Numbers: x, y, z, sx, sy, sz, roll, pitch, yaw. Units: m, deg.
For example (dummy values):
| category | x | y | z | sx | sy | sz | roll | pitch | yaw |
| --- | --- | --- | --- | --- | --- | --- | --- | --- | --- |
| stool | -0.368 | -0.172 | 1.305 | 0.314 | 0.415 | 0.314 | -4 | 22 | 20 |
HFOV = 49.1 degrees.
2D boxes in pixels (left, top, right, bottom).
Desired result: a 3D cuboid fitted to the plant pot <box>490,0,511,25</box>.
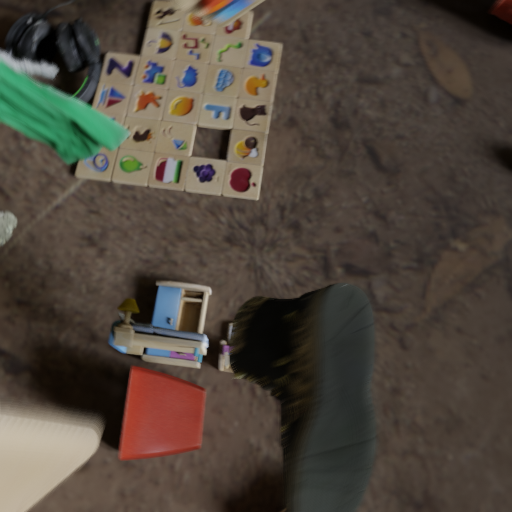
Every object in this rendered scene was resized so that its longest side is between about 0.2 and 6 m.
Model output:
| category | x | y | z | sx | sy | sz | roll | pitch | yaw |
| --- | --- | --- | --- | --- | --- | --- | --- | --- | --- |
| plant pot | 5.339 | -4.719 | 10.579 | 1.207 | 1.241 | 1.241 | 43 | 77 | 4 |

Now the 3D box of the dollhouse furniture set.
| category | x | y | z | sx | sy | sz | roll | pitch | yaw |
| --- | --- | --- | --- | --- | --- | --- | --- | --- | --- |
| dollhouse furniture set | -0.969 | 0.905 | 8.318 | 1.893 | 2.005 | 1.308 | 7 | 73 | 2 |

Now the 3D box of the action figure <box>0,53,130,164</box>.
| category | x | y | z | sx | sy | sz | roll | pitch | yaw |
| --- | --- | --- | --- | --- | --- | --- | --- | --- | --- |
| action figure | -3.041 | -2.117 | 7.399 | 1.441 | 2.440 | 0.667 | -18 | 58 | 32 |

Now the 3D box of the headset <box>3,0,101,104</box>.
| category | x | y | z | sx | sy | sz | roll | pitch | yaw |
| --- | --- | --- | --- | --- | --- | --- | --- | --- | --- |
| headset | -3.729 | -3.986 | 10.227 | 1.718 | 1.307 | 2.782 | 7 | 84 | 1 |

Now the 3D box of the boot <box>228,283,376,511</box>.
| category | x | y | z | sx | sy | sz | roll | pitch | yaw |
| --- | --- | --- | --- | --- | --- | --- | --- | --- | --- |
| boot | 0.378 | 1.525 | 6.024 | 0.879 | 1.840 | 2.436 | 11 | 81 | -29 |

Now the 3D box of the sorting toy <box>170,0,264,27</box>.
| category | x | y | z | sx | sy | sz | roll | pitch | yaw |
| --- | --- | --- | --- | --- | --- | --- | --- | --- | --- |
| sorting toy | 0.154 | -4.326 | 8.420 | 2.636 | 1.964 | 0.353 | -26 | 92 | 21 |

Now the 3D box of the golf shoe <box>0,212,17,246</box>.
| category | x | y | z | sx | sy | sz | roll | pitch | yaw |
| --- | --- | --- | --- | --- | --- | --- | --- | --- | --- |
| golf shoe | -4.896 | -0.291 | 9.436 | 1.678 | 0.657 | 0.816 | -41 | 71 | -13 |

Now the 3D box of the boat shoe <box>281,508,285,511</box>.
| category | x | y | z | sx | sy | sz | roll | pitch | yaw |
| --- | --- | --- | --- | --- | --- | --- | --- | --- | --- |
| boat shoe | 0.441 | 4.037 | 8.055 | 1.874 | 0.607 | 0.674 | -40 | 77 | -11 |

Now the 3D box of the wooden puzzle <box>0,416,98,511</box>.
| category | x | y | z | sx | sy | sz | roll | pitch | yaw |
| --- | --- | --- | --- | --- | --- | --- | --- | --- | --- |
| wooden puzzle | -2.702 | 2.301 | 5.702 | 1.723 | 1.594 | 0.321 | -44 | 58 | 3 |

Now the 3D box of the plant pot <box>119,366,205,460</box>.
| category | x | y | z | sx | sy | sz | roll | pitch | yaw |
| --- | --- | --- | --- | --- | --- | --- | --- | --- | --- |
| plant pot | -1.375 | 2.379 | 8.331 | 1.110 | 1.260 | 1.259 | 8 | 72 | -10 |

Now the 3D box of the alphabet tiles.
| category | x | y | z | sx | sy | sz | roll | pitch | yaw |
| --- | --- | --- | --- | --- | --- | --- | --- | --- | --- |
| alphabet tiles | -1.339 | -3.074 | 10.557 | 3.330 | 0.150 | 3.983 | 8 | 72 | 3 |
